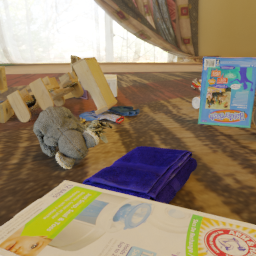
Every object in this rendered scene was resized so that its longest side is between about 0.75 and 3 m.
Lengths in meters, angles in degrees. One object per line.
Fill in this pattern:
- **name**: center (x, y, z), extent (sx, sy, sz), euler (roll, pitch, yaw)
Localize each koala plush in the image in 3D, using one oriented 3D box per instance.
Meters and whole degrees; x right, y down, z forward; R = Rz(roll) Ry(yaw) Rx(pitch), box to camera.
- **koala plush**: center (-1.340, 0.245, 6.121), extent (1.137, 1.179, 1.283), euler (-37, 58, -15)

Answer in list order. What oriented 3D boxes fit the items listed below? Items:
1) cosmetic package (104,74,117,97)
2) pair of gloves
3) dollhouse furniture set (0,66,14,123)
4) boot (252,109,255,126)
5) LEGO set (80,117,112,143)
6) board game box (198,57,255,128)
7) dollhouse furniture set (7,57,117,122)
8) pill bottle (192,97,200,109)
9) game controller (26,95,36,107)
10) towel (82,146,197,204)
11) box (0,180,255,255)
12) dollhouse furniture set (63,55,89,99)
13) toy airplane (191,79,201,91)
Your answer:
- **cosmetic package**: center (-1.231, -2.300, 15.022), extent (1.326, 0.966, 2.609), euler (0, 14, -2)
- **pair of gloves**: center (-0.614, -0.525, 10.207), extent (1.724, 0.244, 2.145), euler (11, 20, 28)
- **dollhouse furniture set**: center (-4.804, -1.185, 9.621), extent (1.274, 1.808, 1.267), euler (-2, 16, -7)
- **boot**: center (4.765, -0.154, 7.972), extent (2.994, 1.102, 1.130), euler (3, -1, -9)
- **LEGO set**: center (-1.117, -0.072, 7.966), extent (1.782, 0.505, 1.157), euler (14, 25, 33)
- **board game box**: center (3.131, -1.138, 8.881), extent (1.637, 2.152, 0.484), euler (6, 17, 16)
- **dollhouse furniture set**: center (-2.166, -1.086, 10.247), extent (2.895, 1.884, 2.660), euler (-23, 9, 18)
- **pill bottle**: center (3.126, -1.075, 11.612), extent (0.864, 0.488, 0.488), euler (-9, 18, -30)
- **game controller**: center (-4.360, -1.139, 12.167), extent (1.119, 0.452, 2.144), euler (-11, 13, 16)
- **towel**: center (0.301, 0.799, 5.169), extent (1.496, 0.502, 2.026), euler (10, 19, 28)
- **box**: center (0.040, 1.338, 2.283), extent (2.121, 1.075, 1.193), euler (7, 19, 24)
- **dollhouse furniture set**: center (-3.032, -2.350, 13.216), extent (1.511, 2.129, 1.687), euler (-20, 27, -39)
- **toy airplane**: center (4.132, -2.510, 16.238), extent (0.871, 0.617, 0.875), euler (27, 6, 13)
